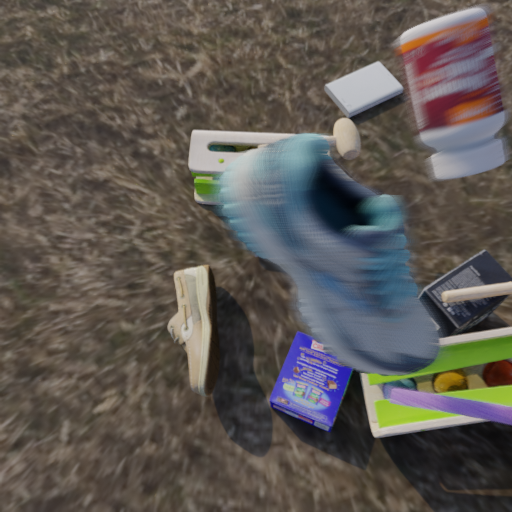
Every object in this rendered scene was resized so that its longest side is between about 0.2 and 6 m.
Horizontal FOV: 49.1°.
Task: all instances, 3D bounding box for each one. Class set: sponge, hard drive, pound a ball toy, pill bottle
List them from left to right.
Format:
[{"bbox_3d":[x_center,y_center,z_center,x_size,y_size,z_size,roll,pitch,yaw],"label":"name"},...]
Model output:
[{"bbox_3d":[0.230,-1.511,8.133,2.346,1.530,0.997,2,63,2],"label":"pound a ball toy"},{"bbox_3d":[1.845,-2.864,9.611,1.122,0.147,0.740,-27,66,-14],"label":"hard drive"},{"bbox_3d":[1.899,1.444,5.379,1.075,0.600,0.160,3,76,31],"label":"sponge"},{"bbox_3d":[1.488,-1.181,4.180,0.611,0.611,1.115,-18,102,-9],"label":"pill bottle"},{"bbox_3d":[2.537,1.198,6.851,2.523,1.072,1.645,-10,71,2],"label":"pound a ball toy"}]

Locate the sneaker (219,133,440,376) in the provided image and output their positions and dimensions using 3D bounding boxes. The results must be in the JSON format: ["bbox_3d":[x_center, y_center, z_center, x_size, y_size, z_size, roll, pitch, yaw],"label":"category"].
[{"bbox_3d":[0.759,0.072,4.299,2.353,1.016,0.913,45,54,-16],"label":"sneaker"}]

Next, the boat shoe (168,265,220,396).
[{"bbox_3d":[-0.832,0.968,7.375,0.595,0.661,1.832,-7,58,4],"label":"boat shoe"}]

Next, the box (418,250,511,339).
[{"bbox_3d":[2.635,0.612,7.298,1.032,1.050,0.651,-31,67,-15],"label":"box"}]

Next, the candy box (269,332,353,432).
[{"bbox_3d":[0.736,1.597,7.168,0.841,0.383,0.995,21,66,12],"label":"candy box"}]
